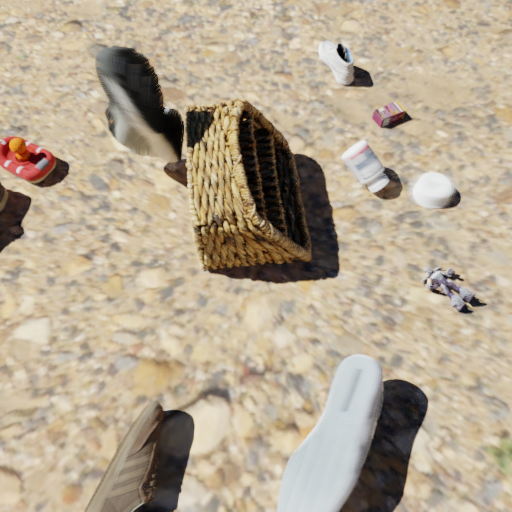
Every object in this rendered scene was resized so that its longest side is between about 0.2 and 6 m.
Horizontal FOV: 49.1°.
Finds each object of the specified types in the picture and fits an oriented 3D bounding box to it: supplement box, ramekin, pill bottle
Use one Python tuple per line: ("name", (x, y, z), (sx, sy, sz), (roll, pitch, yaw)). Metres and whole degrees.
("supplement box", (3.189, -3.407, 13.494), (0.675, 0.289, 0.373), (-25, 62, -14))
("ramekin", (3.874, -1.454, 12.285), (0.787, 0.384, 0.787), (0, 59, 0))
("pill bottle", (2.406, -1.923, 12.205), (0.621, 0.621, 1.038), (-44, 104, -22))

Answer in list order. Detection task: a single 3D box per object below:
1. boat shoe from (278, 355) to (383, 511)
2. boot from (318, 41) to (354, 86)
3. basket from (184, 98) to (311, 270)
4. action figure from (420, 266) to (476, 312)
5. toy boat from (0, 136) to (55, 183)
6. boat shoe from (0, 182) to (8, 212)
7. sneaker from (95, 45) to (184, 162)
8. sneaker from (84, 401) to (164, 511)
("boat shoe", (1.429, 3.140, 9.158), (1.106, 1.004, 3.008), (18, 69, 40))
("boot", (2.082, -5.141, 14.244), (0.588, 0.764, 1.599), (-19, 61, -11))
("basket", (-0.155, -1.589, 11.261), (2.376, 2.277, 3.190), (-5, 60, -2))
("action figure", (3.762, 0.564, 11.106), (0.713, 0.380, 1.096), (-38, 63, -14))
("toy boat", (-5.219, -2.279, 12.481), (1.345, 0.879, 0.878), (25, 63, 14))
("boat shoe", (-5.940, -0.787, 11.643), (0.812, 0.799, 2.180), (6, 60, 3))
("sneaker", (-2.395, -2.729, 10.802), (1.344, 3.390, 1.253), (0, 75, 7))
("sneaker", (-1.990, 3.594, 9.199), (0.891, 0.830, 2.358), (31, 63, -7))
